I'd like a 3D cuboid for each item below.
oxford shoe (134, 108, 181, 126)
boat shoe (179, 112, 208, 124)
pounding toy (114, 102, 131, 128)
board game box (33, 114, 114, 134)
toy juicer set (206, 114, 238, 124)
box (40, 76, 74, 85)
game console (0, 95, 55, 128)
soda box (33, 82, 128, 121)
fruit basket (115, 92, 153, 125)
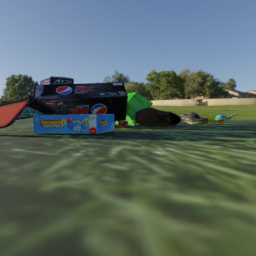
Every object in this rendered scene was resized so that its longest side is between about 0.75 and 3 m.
[{"bbox_3d":[1.444,-0.516,13.050,2.400,0.872,1.013,-1,4,-27],"label":"oxford shoe"},{"bbox_3d":[3.726,-0.577,16.192,0.724,0.712,1.943,-2,3,-44],"label":"boat shoe"},{"bbox_3d":[-0.479,-0.273,11.113,1.702,0.790,1.314,-31,1,25],"label":"pounding toy"},{"bbox_3d":[-1.400,-0.128,7.722,1.713,0.489,1.750,0,2,10],"label":"board game box"},{"bbox_3d":[5.369,-0.427,16.501,1.935,0.526,1.231,-5,-14,-17],"label":"toy juicer set"},{"bbox_3d":[-3.493,-1.263,13.729,1.188,2.278,1.685,-1,1,-34],"label":"box"},{"bbox_3d":[-3.063,-0.197,7.440,1.709,1.014,1.473,-7,-20,27],"label":"game console"},{"bbox_3d":[-1.523,-0.821,9.161,2.937,1.039,0.930,-3,40,-11],"label":"soda box"},{"bbox_3d":[0.462,-0.736,14.834,2.505,1.807,2.505,36,-17,13],"label":"fruit basket"}]
